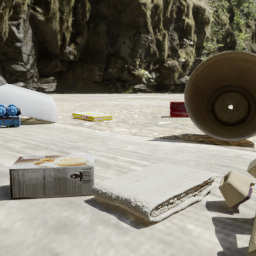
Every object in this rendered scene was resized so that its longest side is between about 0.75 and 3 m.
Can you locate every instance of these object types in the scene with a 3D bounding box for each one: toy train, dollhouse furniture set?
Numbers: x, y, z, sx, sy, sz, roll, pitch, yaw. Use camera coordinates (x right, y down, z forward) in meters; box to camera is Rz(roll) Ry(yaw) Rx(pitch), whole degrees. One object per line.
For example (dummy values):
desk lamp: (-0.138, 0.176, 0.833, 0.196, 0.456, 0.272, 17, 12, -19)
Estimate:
toy train: (-3.841, -0.351, 8.490, 1.201, 0.686, 0.521, -3, 18, -22)
dollhouse furniture set: (1.332, 0.894, 2.176, 1.055, 1.178, 1.487, 40, 43, 4)

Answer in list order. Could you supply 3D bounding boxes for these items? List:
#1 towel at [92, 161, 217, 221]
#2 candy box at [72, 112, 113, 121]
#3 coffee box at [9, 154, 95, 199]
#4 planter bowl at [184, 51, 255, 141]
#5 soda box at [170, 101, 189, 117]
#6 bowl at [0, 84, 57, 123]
towel: (0.352, 0.675, 3.238, 1.350, 0.233, 0.894, -9, 11, -44)
candy box: (-1.407, -0.461, 10.841, 0.849, 0.219, 1.662, -3, 9, -38)
coffee box: (-0.879, 0.567, 3.400, 0.940, 0.375, 0.537, -1, 9, -7)
planter bowl: (2.463, -0.609, 6.682, 2.023, 2.023, 1.362, 3, -9, 21)
soda box: (2.755, -0.782, 11.536, 2.037, 0.646, 0.713, 0, 7, 4)
bowl: (-3.665, -0.956, 10.029, 2.351, 0.878, 2.348, 13, 3, -20)
